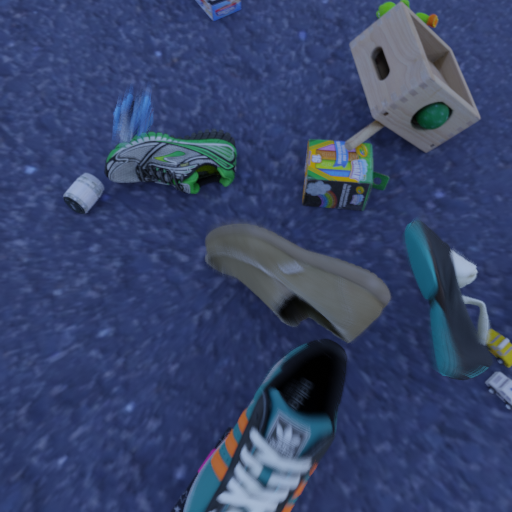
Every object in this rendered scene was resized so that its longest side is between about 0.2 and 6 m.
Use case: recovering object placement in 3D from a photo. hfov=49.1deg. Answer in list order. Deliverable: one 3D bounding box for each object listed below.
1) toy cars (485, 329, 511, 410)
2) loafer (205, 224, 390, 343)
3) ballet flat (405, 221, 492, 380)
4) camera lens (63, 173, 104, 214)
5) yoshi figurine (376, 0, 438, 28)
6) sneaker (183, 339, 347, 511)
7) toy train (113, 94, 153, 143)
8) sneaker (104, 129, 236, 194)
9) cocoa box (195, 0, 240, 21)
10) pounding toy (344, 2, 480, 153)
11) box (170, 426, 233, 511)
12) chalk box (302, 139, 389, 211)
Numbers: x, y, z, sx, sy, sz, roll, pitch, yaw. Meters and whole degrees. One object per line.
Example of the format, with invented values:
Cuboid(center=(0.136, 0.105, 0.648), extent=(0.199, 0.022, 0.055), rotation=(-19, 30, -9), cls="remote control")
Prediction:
Cuboid(center=(3.804, 1.717, 8.567), extent=(0.593, 0.293, 1.323), rotation=(0, 63, 1), cls="toy cars")
Cuboid(center=(0.396, 0.388, 8.464), extent=(3.122, 1.187, 1.053), rotation=(17, 67, 30), cls="loafer")
Cuboid(center=(2.945, 0.616, 8.499), extent=(0.858, 0.853, 2.509), rotation=(-6, 70, -5), cls="ballet flat")
Cuboid(center=(-3.060, -1.094, 9.922), extent=(0.495, 0.495, 0.619), rotation=(25, 64, 13), cls="camera lens")
Cuboid(center=(3.116, -5.000, 11.870), extent=(1.298, 0.727, 0.730), rotation=(28, 72, 17), cls="yoshi figurine")
Cuboid(center=(0.118, 2.369, 6.674), extent=(1.196, 1.339, 3.352), rotation=(28, 60, 4), cls="sneaker")
Cuboid(center=(-1.921, -2.160, 8.808), extent=(0.416, 0.548, 0.960), rotation=(9, 39, 6), cls="toy train")
Cuboid(center=(-1.500, -1.611, 9.952), extent=(2.380, 0.929, 1.014), rotation=(-8, 63, -4), cls="sneaker")
Cuboid(center=(-0.930, -5.887, 12.288), extent=(0.752, 0.740, 1.128), rotation=(-29, 66, -14), cls="cocoa box")
Cuboid(center=(2.612, -2.879, 10.039), extent=(2.128, 1.643, 2.312), rotation=(17, 53, -41), cls="pounding toy")
Cuboid(center=(-0.411, 3.192, 7.485), extent=(0.947, 0.822, 1.434), rotation=(33, 68, 10), cls="box")
Cuboid(center=(1.583, -1.410, 9.869), extent=(1.441, 0.900, 0.893), rotation=(5, 63, 1), cls="chalk box")
